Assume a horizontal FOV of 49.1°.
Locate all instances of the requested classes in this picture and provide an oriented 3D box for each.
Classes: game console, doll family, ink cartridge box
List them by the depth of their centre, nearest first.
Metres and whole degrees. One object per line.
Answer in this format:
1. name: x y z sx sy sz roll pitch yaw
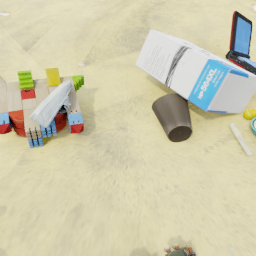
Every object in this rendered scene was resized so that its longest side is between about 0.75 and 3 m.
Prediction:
1. doll family: 0.644 2.507 4.594 1.631 0.640 0.943 -15 48 -8
2. ink cartridge box: 1.959 -1.632 8.081 2.098 1.211 2.874 -2 35 -45
3. game console: 4.019 -2.513 8.825 1.851 1.275 2.148 43 31 24

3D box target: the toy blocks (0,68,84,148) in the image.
1. toy blocks: -2.349 -0.373 7.363 2.766 1.382 1.891 -9 55 -16

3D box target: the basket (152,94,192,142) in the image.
1. basket: 1.252 -0.252 7.476 1.038 0.783 1.151 -10 47 -2

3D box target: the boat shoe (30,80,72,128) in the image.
1. boat shoe: -1.741 -0.579 6.894 0.571 0.560 1.605 42 44 -12

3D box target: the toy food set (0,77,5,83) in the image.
1. toy food set: -5.066 -1.130 8.562 2.714 0.545 1.874 -33 52 -31

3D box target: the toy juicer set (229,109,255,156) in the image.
1. toy juicer set: 3.513 -0.131 7.478 2.003 0.545 1.274 -21 47 -21
